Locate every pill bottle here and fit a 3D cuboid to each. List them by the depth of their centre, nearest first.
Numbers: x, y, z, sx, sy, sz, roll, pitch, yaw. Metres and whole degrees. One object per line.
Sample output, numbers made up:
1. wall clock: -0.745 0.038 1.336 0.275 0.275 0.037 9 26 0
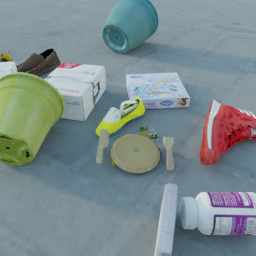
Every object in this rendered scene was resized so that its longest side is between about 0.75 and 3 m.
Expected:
1. pill bottle: 1.957 1.817 5.980 1.577 0.885 0.885 1 36 1

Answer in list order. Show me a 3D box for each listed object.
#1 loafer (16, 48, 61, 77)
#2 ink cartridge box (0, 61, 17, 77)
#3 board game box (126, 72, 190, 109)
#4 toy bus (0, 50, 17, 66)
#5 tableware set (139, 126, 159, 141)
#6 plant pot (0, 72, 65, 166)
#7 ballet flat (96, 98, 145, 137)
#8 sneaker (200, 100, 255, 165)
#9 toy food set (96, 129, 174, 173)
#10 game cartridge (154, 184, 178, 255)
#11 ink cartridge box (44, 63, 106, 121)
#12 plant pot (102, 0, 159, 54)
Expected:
1. loafer: -4.178 -2.823 12.255 1.009 0.980 2.762 21 41 24
2. ink cartridge box: -4.328 -1.387 9.888 0.844 1.465 2.529 -8 37 -10
3. board game box: 1.069 -1.477 10.874 2.159 0.444 2.154 -3 36 -3
4. toy bus: -5.424 -2.740 12.113 1.037 1.099 0.568 -2 36 5
5. tableware set: 0.652 0.161 8.911 0.507 0.115 0.752 -8 37 -10
6. plant pot: -3.062 -0.112 7.911 2.140 2.140 1.968 2 48 3
7. ballet flat: -0.260 -0.436 9.222 2.097 0.703 0.701 -30 41 -34
8. sneaker: 3.095 0.110 8.148 1.690 1.146 2.925 11 39 16
9. toy food set: 0.210 0.730 7.967 2.170 0.436 1.498 7 43 0
10. game cartridge: 0.760 1.960 5.614 0.337 1.080 1.621 6 36 10
11. ink cartridge box: -2.034 -1.400 10.260 1.807 1.037 2.488 8 37 11
12. plant pot: -0.049 -5.175 14.496 2.528 2.528 2.376 18 55 23
